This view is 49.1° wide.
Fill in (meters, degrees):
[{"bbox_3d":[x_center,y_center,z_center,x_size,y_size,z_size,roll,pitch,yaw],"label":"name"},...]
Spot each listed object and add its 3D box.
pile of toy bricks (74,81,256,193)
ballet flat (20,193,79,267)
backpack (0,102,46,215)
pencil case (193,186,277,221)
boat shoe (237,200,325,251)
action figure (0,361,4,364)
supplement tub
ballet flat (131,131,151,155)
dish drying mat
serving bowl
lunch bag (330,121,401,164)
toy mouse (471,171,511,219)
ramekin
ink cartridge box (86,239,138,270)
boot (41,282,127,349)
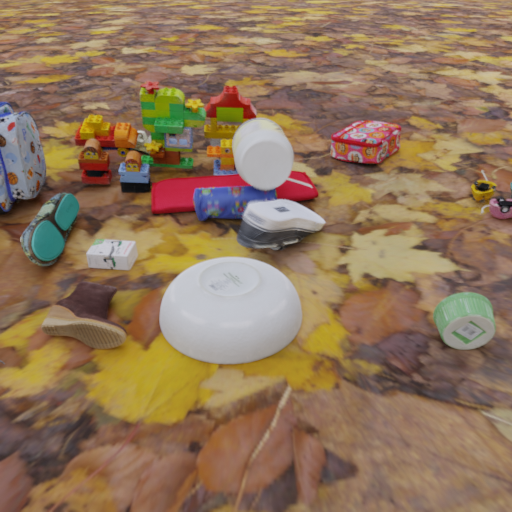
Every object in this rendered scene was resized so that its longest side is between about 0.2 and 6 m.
[{"bbox_3d":[-2.231,-3.137,13.449,4.526,2.235,2.511,1,43,-3],"label":"pile of toy bricks"},{"bbox_3d":[-4.179,-0.436,11.077,0.873,0.873,2.352,2,30,3],"label":"ballet flat"},{"bbox_3d":[-5.815,-2.302,12.416,2.031,2.637,2.512,-3,26,-15],"label":"backpack"},{"bbox_3d":[-0.424,-1.109,11.987,1.830,0.795,0.714,-2,43,-1],"label":"pencil case"},{"bbox_3d":[0.491,-0.526,10.968,0.898,0.848,2.503,37,23,22],"label":"boat shoe"},{"bbox_3d":[-4.161,1.479,8.190,0.867,0.443,0.516,0,21,3],"label":"action figure"},{"bbox_3d":[0.133,-2.156,11.830,1.216,1.216,1.677,-3,26,-4],"label":"supplement tub"},{"bbox_3d":[-2.952,-3.086,15.296,1.760,0.622,0.622,20,37,28],"label":"ballet flat"},{"bbox_3d":[-0.539,-1.538,13.050,3.758,0.342,1.443,-5,33,-8],"label":"dish drying mat"},{"bbox_3d":[-0.422,0.681,9.133,2.362,0.777,2.362,-1,33,0],"label":"serving bowl"},{"bbox_3d":[2.893,-3.121,15.252,1.665,0.774,1.890,17,35,33],"label":"lunch bag"},{"bbox_3d":[5.678,-1.195,12.455,1.826,0.398,2.054,18,37,26],"label":"toy mouse"},{"bbox_3d":[3.184,1.021,8.525,0.886,0.886,0.433,2,39,3],"label":"ramekin"},{"bbox_3d":[-2.727,-0.029,10.662,0.800,0.337,0.584,3,32,5],"label":"ink cartridge box"},{"bbox_3d":[-2.553,0.865,9.041,1.511,0.547,1.257,7,34,16],"label":"boot"}]
